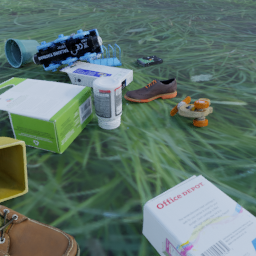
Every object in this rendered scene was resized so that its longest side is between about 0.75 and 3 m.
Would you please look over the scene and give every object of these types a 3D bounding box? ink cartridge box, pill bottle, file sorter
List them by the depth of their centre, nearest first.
[{"bbox_3d":[1.344,1.836,4.654,1.398,0.819,1.935,-20,39,-28],"label":"ink cartridge box"},{"bbox_3d":[-0.574,-0.709,8.091,0.785,1.378,0.785,0,33,0],"label":"pill bottle"},{"bbox_3d":[-2.694,-0.517,8.096,2.789,1.056,2.061,10,34,17],"label":"ink cartridge box"},{"bbox_3d":[-1.232,-2.058,11.013,2.588,0.507,1.287,15,36,19],"label":"ink cartridge box"},{"bbox_3d":[-1.047,-3.260,12.605,1.296,0.795,0.899,-10,34,-15],"label":"file sorter"}]

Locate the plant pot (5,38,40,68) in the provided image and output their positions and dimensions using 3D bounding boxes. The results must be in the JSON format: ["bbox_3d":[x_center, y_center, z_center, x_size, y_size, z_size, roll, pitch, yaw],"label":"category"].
[{"bbox_3d":[-4.646,-3.447,12.622,1.238,1.238,1.213,21,31,29],"label":"plant pot"}]

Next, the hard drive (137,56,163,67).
[{"bbox_3d":[1.002,-3.081,12.878,1.008,0.191,0.705,-16,36,-24],"label":"hard drive"}]

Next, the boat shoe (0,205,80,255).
[{"bbox_3d":[-2.133,1.819,4.601,2.657,0.903,0.956,4,33,6],"label":"boat shoe"}]

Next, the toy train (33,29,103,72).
[{"bbox_3d":[-2.405,-3.215,11.482,2.894,1.255,1.653,-15,19,9],"label":"toy train"}]

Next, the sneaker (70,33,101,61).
[{"bbox_3d":[-2.281,-3.789,13.096,2.000,1.138,0.755,4,33,6],"label":"sneaker"}]

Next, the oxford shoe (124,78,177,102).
[{"bbox_3d":[0.791,-1.367,9.741,1.927,0.699,0.686,-12,35,-17],"label":"oxford shoe"}]

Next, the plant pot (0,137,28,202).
[{"bbox_3d":[-2.968,0.795,5.848,1.230,1.195,1.202,17,21,41],"label":"plant pot"}]

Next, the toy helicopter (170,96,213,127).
[{"bbox_3d":[2.115,-0.655,8.878,1.183,0.706,1.790,9,22,30],"label":"toy helicopter"}]
